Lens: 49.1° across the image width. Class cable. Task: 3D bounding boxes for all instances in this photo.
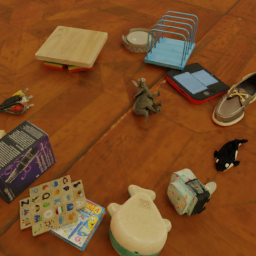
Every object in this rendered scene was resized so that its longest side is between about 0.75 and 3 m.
[{"bbox_3d":[-4.578,-0.691,10.400,2.168,0.546,1.053,-25,69,-5],"label":"cable"}]

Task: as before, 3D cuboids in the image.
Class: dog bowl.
[{"bbox_3d":[0.532,-4.134,13.280,1.599,0.469,1.599,0,48,0],"label":"dog bowl"}]

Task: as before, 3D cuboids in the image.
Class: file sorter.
[{"bbox_3d":[1.937,-3.882,12.179,1.692,1.496,2.438,16,44,16],"label":"file sorter"}]

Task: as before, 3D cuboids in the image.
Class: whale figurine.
[{"bbox_3d":[0.237,2.420,7.224,1.712,1.116,2.151,17,26,-4],"label":"whale figurine"}]

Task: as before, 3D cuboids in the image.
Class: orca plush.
[{"bbox_3d":[3.316,0.721,8.896,1.577,0.561,0.830,-29,55,-23],"label":"orca plush"}]

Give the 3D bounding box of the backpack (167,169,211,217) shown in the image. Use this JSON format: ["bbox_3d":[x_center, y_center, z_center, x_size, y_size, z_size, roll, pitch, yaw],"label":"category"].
[{"bbox_3d":[1.573,1.733,7.706,0.877,1.006,1.145,-11,46,-16],"label":"backpack"}]

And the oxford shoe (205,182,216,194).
[{"bbox_3d":[2.265,1.807,8.155,0.825,0.238,0.310,-25,50,-23],"label":"oxford shoe"}]

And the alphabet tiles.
[{"bbox_3d":[-2.046,2.050,7.622,1.783,0.056,1.484,-18,45,-8],"label":"alphabet tiles"}]

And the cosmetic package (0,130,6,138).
[{"bbox_3d":[-4.359,0.731,8.944,0.713,0.482,1.355,-5,49,-5],"label":"cosmetic package"}]

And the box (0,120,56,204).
[{"bbox_3d":[-3.208,0.966,8.118,0.998,1.416,1.914,29,56,23],"label":"box"}]

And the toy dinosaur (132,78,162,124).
[{"bbox_3d":[0.638,-0.841,10.289,1.104,0.831,2.158,-2,54,17],"label":"toy dinosaur"}]

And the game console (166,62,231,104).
[{"bbox_3d":[2.792,-1.881,11.375,1.875,0.329,2.120,-24,53,-20],"label":"game console"}]

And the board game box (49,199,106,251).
[{"bbox_3d":[-1.391,2.452,7.505,1.178,0.329,1.153,21,52,18],"label":"board game box"}]

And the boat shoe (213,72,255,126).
[{"bbox_3d":[4.133,-1.137,10.348,2.872,0.855,1.032,-36,58,-28],"label":"boat shoe"}]

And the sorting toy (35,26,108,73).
[{"bbox_3d":[-2.363,-3.371,12.343,2.414,0.845,2.429,11,49,9],"label":"sorting toy"}]
